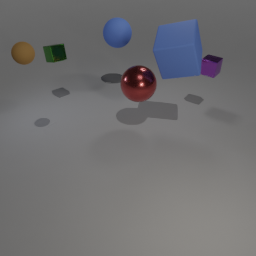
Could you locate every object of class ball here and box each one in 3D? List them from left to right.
[{"bbox_3d":[-3.269,-2.331,8.734,0.700,0.700,0.700,0,32,0],"label":"ball"},{"bbox_3d":[-0.516,-4.614,13.602,1.400,1.400,1.400,0,32,0],"label":"ball"},{"bbox_3d":[0.407,-1.695,10.758,1.400,1.400,1.400,0,32,0],"label":"ball"}]

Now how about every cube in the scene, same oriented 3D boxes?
[{"bbox_3d":[-3.227,-3.312,12.384,0.700,0.700,0.700,-24,26,-35],"label":"cube"},{"bbox_3d":[1.819,-2.771,9.992,1.400,1.400,1.400,-2,53,23],"label":"cube"},{"bbox_3d":[3.585,-2.677,12.099,0.700,0.700,0.700,24,42,29],"label":"cube"}]
